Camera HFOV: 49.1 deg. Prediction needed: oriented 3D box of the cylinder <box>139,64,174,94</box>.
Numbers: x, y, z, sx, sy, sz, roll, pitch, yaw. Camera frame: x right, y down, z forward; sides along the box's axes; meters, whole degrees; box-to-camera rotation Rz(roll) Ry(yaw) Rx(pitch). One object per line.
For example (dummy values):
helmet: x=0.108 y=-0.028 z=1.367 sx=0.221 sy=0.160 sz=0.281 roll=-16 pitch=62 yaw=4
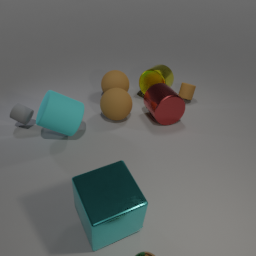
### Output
cylinder: x=1.438 y=-2.376 z=14.073 sx=1.400 sy=1.400 sz=1.400 roll=14 pitch=27 yaw=21

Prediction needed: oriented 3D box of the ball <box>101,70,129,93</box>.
ball: x=-0.627 y=-2.142 z=13.795 sx=1.400 sy=1.400 sz=1.400 roll=0 pitch=32 yaw=0

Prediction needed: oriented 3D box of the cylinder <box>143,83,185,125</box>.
cylinder: x=1.549 y=-1.048 z=12.113 sx=1.400 sy=1.400 sz=1.400 roll=-10 pitch=33 yaw=-15

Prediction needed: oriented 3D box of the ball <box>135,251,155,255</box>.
ball: x=0.384 y=3.095 z=6.158 sx=0.700 sy=0.700 sz=0.700 roll=0 pitch=32 yaw=0

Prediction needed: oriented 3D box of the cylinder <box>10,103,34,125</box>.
cylinder: x=-4.363 y=-0.576 z=11.514 sx=0.700 sy=0.700 sz=0.700 roll=27 pitch=33 yaw=-6

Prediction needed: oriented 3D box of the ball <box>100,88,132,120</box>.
ball: x=-0.505 y=-1.030 z=12.097 sx=1.400 sy=1.400 sz=1.400 roll=0 pitch=32 yaw=0

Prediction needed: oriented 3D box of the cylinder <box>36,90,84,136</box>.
cylinder: x=-2.591 y=-0.552 z=10.701 sx=1.400 sy=1.400 sz=1.400 roll=21 pitch=23 yaw=-26

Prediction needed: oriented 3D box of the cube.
cube: x=-0.493 y=1.926 z=7.043 sx=1.400 sy=1.400 sz=1.400 roll=-17 pitch=50 yaw=-21

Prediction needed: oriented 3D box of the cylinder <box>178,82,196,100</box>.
cylinder: x=2.858 y=-1.787 z=13.588 sx=0.700 sy=0.700 sz=0.700 roll=13 pitch=14 yaw=-3
